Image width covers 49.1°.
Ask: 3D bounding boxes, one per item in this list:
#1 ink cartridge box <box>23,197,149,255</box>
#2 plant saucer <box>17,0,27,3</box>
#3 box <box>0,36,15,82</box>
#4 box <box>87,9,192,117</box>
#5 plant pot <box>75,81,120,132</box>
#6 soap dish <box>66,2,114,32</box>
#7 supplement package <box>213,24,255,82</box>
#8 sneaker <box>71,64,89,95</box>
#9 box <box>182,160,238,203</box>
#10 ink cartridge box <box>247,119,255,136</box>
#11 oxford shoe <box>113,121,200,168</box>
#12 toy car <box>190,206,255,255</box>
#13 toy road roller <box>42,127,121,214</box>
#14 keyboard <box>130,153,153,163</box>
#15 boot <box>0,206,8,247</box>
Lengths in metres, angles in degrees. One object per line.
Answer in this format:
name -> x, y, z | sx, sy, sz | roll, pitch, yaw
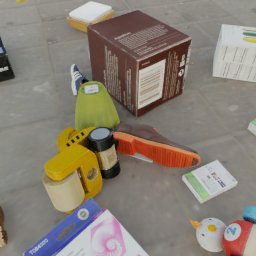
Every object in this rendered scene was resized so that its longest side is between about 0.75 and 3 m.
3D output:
ink cartridge box -> -0.847, 2.654, 5.788 | 1.920, 0.416, 1.885 | 43, 59, 16
plant saucer -> -2.872, -4.014, 7.675 | 0.879, 0.213, 0.880 | -37, 98, -18
box -> -5.722, -2.724, 10.781 | 2.022, 1.063, 2.470 | -19, 49, -17
box -> 0.314, -2.270, 9.530 | 2.220, 2.243, 2.704 | -29, 53, -25
plant pot -> -0.971, -0.569, 8.335 | 1.416, 1.514, 1.416 | -2, 43, 1
soap dish -> -1.774, -5.318, 13.495 | 1.491, 0.770, 1.895 | 24, 51, 21
supplement package -> 4.369, -2.816, 10.583 | 1.963, 1.478, 1.489 | 10, 47, 10
sneaker -> -1.755, -1.792, 10.289 | 0.608, 0.540, 1.440 | -8, 56, -6
box -> 2.157, 1.394, 7.422 | 1.170, 0.213, 0.845 | -19, 49, -19
ink cartridge box -> 4.315, -0.055, 8.687 | 0.909, 0.383, 0.664 | -24, 51, -22
oxford shoe -> 0.770, 0.367, 7.836 | 2.610, 0.929, 0.947 | 17, 53, 13
toy car -> 1.967, 2.290, 5.933 | 1.476, 1.306, 1.361 | 16, 58, 31
toy road roller -> -1.361, 0.864, 7.193 | 1.632, 1.374, 2.236 | 20, 44, 35
keyboard -> -0.022, 0.573, 8.310 | 1.748, 0.093, 0.492 | 17, 53, 16
boot -> -3.220, 2.214, 6.479 | 0.657, 0.460, 1.226 | -19, 50, -10
